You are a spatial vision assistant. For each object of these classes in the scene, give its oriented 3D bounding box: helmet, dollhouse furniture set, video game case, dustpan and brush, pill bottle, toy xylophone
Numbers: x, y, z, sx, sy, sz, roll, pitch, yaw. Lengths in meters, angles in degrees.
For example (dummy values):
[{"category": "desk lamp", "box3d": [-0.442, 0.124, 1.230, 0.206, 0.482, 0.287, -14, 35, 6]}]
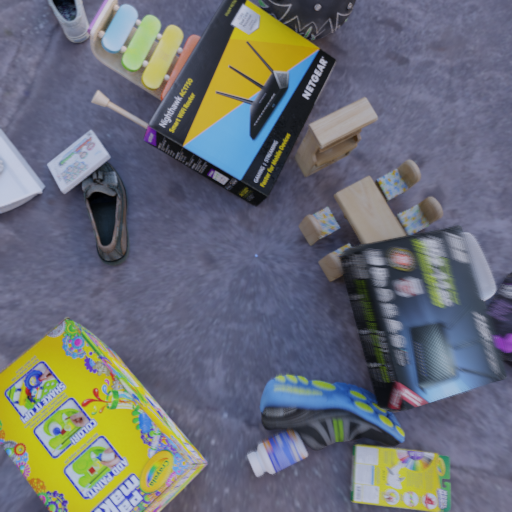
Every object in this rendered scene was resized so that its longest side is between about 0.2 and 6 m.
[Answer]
[{"category": "helmet", "box3d": [1.095, -5.799, 11.926, 2.408, 2.408, 2.296, 5, 101, 2]}, {"category": "dollhouse furniture set", "box3d": [1.935, -1.220, 10.360, 2.314, 1.754, 2.640, -28, 84, -10]}, {"category": "video game case", "box3d": [-3.623, -1.929, 11.393, 1.182, 0.140, 1.076, -39, 51, -1]}, {"category": "dustpan and brush", "box3d": [-6.386, -1.324, 11.026, 3.498, 1.001, 2.442, -38, 74, -13]}, {"category": "pill bottle", "box3d": [0.350, 3.376, 9.569, 0.947, 0.531, 0.531, -23, 72, -7]}, {"category": "toy xylophone", "box3d": [-2.021, -3.735, 11.524, 3.116, 0.783, 2.282, 20, 74, -25]}]

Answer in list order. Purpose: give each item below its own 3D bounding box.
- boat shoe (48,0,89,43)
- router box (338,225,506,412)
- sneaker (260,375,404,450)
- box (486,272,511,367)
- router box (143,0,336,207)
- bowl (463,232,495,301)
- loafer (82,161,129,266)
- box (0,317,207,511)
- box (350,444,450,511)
[{"category": "boat shoe", "box3d": [-4.384, -5.910, 12.822, 0.745, 0.760, 2.135, -23, 72, -8]}, {"category": "router box", "box3d": [2.799, 1.016, 9.510, 2.083, 0.863, 2.779, -11, 82, -21]}, {"category": "sneaker", "box3d": [1.284, 2.793, 9.619, 2.587, 0.917, 1.072, 14, 110, -10]}, {"category": "box", "box3d": [4.881, 1.220, 10.470, 1.132, 0.286, 1.584, 34, 72, 14]}, {"category": "router box", "box3d": [-0.262, -3.167, 11.338, 2.647, 0.906, 3.549, 29, 72, -11]}, {"category": "bowl", "box3d": [3.625, 0.377, 10.592, 1.386, 0.517, 1.384, -20, 82, -7]}, {"category": "loafer", "box3d": [-2.967, -1.006, 11.051, 0.847, 0.741, 2.356, -14, 71, -5]}, {"category": "box", "box3d": [-2.321, 2.749, 8.576, 1.711, 2.805, 2.702, -42, 75, -14]}, {"category": "box", "box3d": [2.454, 3.773, 9.515, 1.624, 0.393, 0.953, 6, 70, 4]}]
